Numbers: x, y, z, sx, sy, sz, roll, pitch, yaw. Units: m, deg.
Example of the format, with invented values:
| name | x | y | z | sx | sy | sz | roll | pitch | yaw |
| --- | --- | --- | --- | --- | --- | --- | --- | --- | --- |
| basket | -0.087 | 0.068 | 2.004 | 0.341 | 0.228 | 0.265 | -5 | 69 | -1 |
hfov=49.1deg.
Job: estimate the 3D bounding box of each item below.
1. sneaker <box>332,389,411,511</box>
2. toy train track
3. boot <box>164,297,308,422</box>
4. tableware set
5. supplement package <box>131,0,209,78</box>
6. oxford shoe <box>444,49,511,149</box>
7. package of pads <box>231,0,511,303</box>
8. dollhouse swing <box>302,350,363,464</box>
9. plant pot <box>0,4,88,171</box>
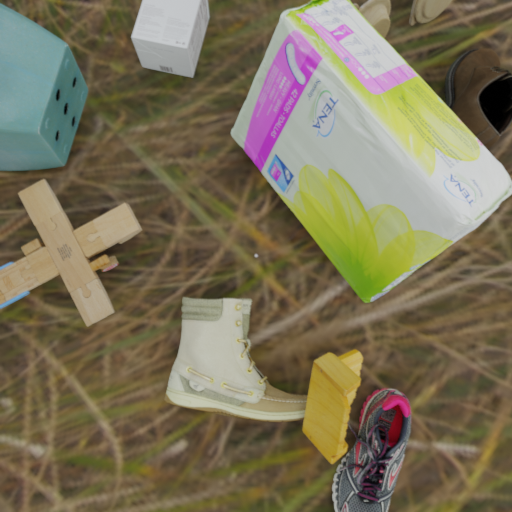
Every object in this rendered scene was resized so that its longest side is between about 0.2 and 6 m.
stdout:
| name | x | y | z | sx | sy | sz | roll | pitch | yaw |
| --- | --- | --- | --- | --- | --- | --- | --- | --- | --- |
| sneaker | 1.531 | 2.714 | 7.397 | 0.792 | 0.734 | 1.966 | 15 | 79 | 3 |
| toy train track | -3.317 | 0.330 | 8.027 | 3.678 | 0.598 | 2.110 | -28 | 87 | 0 |
| boot | -0.140 | 1.374 | 7.651 | 2.043 | 0.736 | 1.580 | 7 | 81 | 7 |
| tableware set | 2.185 | -3.993 | 7.735 | 2.942 | 2.457 | 0.341 | -35 | 69 | -19 |
| supplement package | -1.282 | -3.536 | 8.625 | 0.861 | 0.855 | 1.135 | 13 | 79 | 3 |
| oxford shoe | 3.242 | -2.216 | 7.845 | 0.948 | 1.101 | 2.610 | 42 | 50 | -20 |
| package of pads | 1.274 | -1.314 | 7.230 | 1.136 | 2.573 | 3.330 | -33 | 80 | -29 |
| dollhouse swing | 1.147 | 1.805 | 6.946 | 0.917 | 0.948 | 1.043 | -4 | 112 | -28 |
| plant pot | -4.090 | -2.418 | 7.846 | 2.979 | 2.105 | 2.106 | 13 | 78 | -2 |
